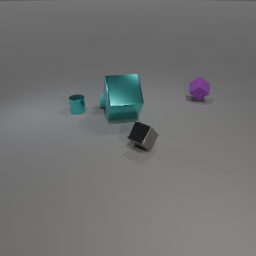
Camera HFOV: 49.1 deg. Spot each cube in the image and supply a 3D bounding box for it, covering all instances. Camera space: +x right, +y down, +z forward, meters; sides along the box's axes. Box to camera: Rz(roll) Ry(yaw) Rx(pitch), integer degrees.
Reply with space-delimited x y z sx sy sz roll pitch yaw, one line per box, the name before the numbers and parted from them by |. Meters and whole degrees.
cube | 3.468 -1.921 13.578 0.700 0.700 0.700 30 53 -25
cube | 0.525 0.293 9.832 0.700 0.700 0.700 22 77 35
cube | -0.236 -1.272 11.733 1.400 1.400 1.400 -6 69 -10

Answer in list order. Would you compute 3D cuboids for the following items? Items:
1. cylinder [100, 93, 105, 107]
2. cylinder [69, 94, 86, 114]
cylinder | -0.864 -1.280 13.024 0.700 0.700 0.700 11 30 13
cylinder | -2.294 -1.077 12.690 0.700 0.700 0.700 0 28 0
